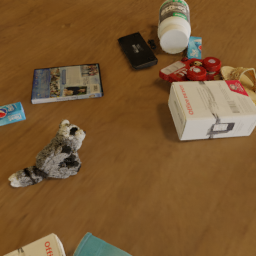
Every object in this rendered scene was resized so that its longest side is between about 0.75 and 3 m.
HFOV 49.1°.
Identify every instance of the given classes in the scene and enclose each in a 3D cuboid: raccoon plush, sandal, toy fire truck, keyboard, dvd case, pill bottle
[{"bbox_3d":[-2.368,0.618,8.289,2.358,1.141,1.580,-11,42,-9],"label":"raccoon plush"},{"bbox_3d":[4.396,-1.685,10.203,1.079,0.968,2.944,-3,49,-11],"label":"sandal"},{"bbox_3d":[2.392,-2.106,10.538,2.009,1.127,1.687,-32,54,-26],"label":"toy fire truck"},{"bbox_3d":[0.558,-3.403,12.125,1.466,0.313,2.442,-20,51,-4],"label":"keyboard"},{"bbox_3d":[-2.335,-1.769,10.826,2.639,0.232,1.883,-7,49,-5],"label":"dvd case"},{"bbox_3d":[2.039,-4.512,12.397,1.414,1.414,2.501,4,51,3],"label":"pill bottle"}]

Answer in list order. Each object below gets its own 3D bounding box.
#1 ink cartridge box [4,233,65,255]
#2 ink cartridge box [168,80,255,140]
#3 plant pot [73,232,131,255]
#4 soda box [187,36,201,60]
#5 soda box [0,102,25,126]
[{"bbox_3d":[-2.209,3.384,5.946,1.943,0.819,1.406,-22,53,-12],"label":"ink cartridge box"},{"bbox_3d":[2.709,-0.634,9.256,2.450,1.021,1.779,-3,49,-8],"label":"ink cartridge box"},{"bbox_3d":[-0.239,3.397,5.287,2.026,2.156,2.156,18,52,6],"label":"plant pot"},{"bbox_3d":[2.803,-3.234,11.893,0.542,0.513,1.599,8,51,7],"label":"soda box"},{"bbox_3d":[-4.275,-0.414,9.495,1.405,0.477,0.451,-17,52,-15],"label":"soda box"}]
